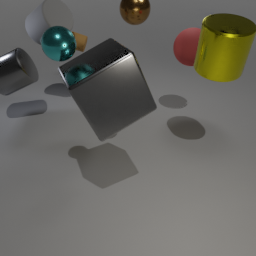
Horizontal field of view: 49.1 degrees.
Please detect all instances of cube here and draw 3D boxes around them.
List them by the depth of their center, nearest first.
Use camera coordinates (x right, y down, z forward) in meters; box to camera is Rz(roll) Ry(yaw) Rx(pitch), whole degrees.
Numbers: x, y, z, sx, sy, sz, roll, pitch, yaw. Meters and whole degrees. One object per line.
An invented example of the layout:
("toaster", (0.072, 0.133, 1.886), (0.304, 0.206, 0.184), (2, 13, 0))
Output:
("cube", (-0.461, -0.860, 6.014), (1.400, 1.400, 1.400), (-31, 35, -4))

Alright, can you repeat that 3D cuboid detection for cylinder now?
("cylinder", (2.647, -2.231, 7.787), (1.400, 1.400, 1.400), (1, 44, -1))
("cylinder", (-4.431, -2.149, 10.775), (1.400, 1.400, 1.400), (-23, 30, 8))
("cylinder", (-3.125, -4.181, 11.132), (1.400, 1.400, 1.400), (-12, 16, 43))
("cylinder", (-2.187, -3.739, 12.141), (0.700, 0.700, 0.700), (17, 30, -6))

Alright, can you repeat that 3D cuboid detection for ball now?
("ball", (-1.407, -1.713, 5.708), (0.700, 0.700, 0.700), (0, 31, 0))
("ball", (2.420, -3.053, 10.591), (1.400, 1.400, 1.400), (0, 31, 0))
("ball", (0.315, -5.364, 12.584), (1.400, 1.400, 1.400), (0, 31, 0))
